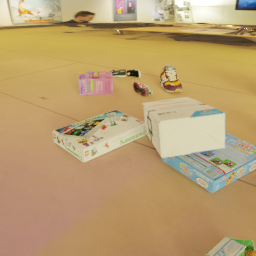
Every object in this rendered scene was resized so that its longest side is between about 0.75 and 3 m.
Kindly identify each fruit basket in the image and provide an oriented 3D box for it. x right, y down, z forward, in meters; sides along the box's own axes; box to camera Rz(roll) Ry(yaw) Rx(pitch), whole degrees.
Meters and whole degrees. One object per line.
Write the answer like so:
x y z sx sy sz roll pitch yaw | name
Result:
1.907 2.259 4.165 1.449 0.733 1.565 -20 12 -35 | fruit basket

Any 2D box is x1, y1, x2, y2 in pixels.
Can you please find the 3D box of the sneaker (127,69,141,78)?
0.270 -3.048 15.828 0.666 0.435 1.190 -9 19 -11 | sneaker

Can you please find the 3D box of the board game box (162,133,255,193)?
2.427 0.784 7.791 2.371 0.434 1.794 -17 31 -31 | board game box

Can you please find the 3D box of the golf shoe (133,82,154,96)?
0.697 -1.851 13.308 0.563 0.444 1.223 -12 37 -32 | golf shoe

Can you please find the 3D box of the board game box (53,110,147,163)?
-0.840 0.145 9.086 2.650 0.459 1.673 -22 33 -37 | board game box

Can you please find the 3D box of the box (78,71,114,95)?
-1.540 -2.189 13.547 1.633 0.790 1.437 -3 26 -6 | box

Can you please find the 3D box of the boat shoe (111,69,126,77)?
-0.776 -3.124 15.924 1.356 0.409 0.513 -7 27 -14 | boat shoe

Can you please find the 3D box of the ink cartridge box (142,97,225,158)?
1.466 -0.162 8.327 1.719 0.990 2.968 -8 14 -3 | ink cartridge box

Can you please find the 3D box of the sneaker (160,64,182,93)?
2.080 -2.481 13.877 0.854 1.026 2.278 -5 26 -11 | sneaker
